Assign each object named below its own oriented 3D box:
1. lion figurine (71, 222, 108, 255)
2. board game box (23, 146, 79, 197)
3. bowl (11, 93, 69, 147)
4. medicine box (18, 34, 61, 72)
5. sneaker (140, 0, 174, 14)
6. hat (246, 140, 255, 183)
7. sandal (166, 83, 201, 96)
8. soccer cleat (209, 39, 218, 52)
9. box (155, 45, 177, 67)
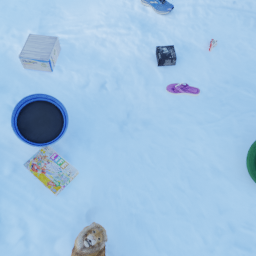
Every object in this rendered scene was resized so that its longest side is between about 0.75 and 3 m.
[{"bbox_3d":[-0.735,3.870,7.229,1.587,0.939,2.592,-36,100,-29],"label":"lion figurine"},{"bbox_3d":[-2.538,1.357,9.251,1.552,0.266,1.043,35,65,19],"label":"board game box"},{"bbox_3d":[-2.830,-0.234,9.083,1.782,0.350,1.782,4,75,-14],"label":"bowl"},{"bbox_3d":[-3.602,-3.114,11.576,1.264,0.714,1.388,8,61,4],"label":"medicine box"},{"bbox_3d":[1.367,-6.025,13.216,1.805,0.805,0.709,32,65,16],"label":"sneaker"},{"bbox_3d":[4.999,0.871,9.577,2.323,2.045,1.925,-43,84,10],"label":"hat"},{"bbox_3d":[2.156,-1.563,10.904,1.350,0.332,0.550,6,60,3],"label":"sandal"},{"bbox_3d":[3.693,-3.583,12.125,0.323,0.260,0.758,14,56,13],"label":"soccer cleat"},{"bbox_3d":[1.579,-3.012,11.677,0.774,0.454,0.761,-5,60,-1],"label":"box"}]
